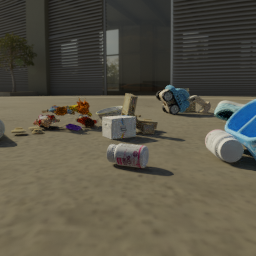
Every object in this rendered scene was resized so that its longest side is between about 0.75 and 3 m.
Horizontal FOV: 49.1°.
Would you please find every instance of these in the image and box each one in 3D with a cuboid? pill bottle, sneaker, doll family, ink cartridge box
[{"bbox_3d":[-0.007,0.551,5.689,0.781,0.442,0.442,4,9,23],"label":"pill bottle"},{"bbox_3d":[4.894,-0.442,11.790,2.524,0.933,1.034,11,42,34],"label":"sneaker"},{"bbox_3d":[2.141,0.395,6.262,0.585,0.585,1.032,0,10,1],"label":"pill bottle"},{"bbox_3d":[-2.402,-0.640,11.041,2.583,1.164,1.603,-1,8,-21],"label":"doll family"},{"bbox_3d":[-0.291,-0.038,8.942,0.901,0.652,0.663,-5,10,-31],"label":"ink cartridge box"}]

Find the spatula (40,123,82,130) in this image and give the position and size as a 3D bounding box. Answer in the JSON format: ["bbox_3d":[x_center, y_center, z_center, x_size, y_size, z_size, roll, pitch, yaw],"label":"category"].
[{"bbox_3d":[-2.592,-0.038,10.589,1.643,0.169,0.464,0,20,11],"label":"spatula"}]

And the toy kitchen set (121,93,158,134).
[{"bbox_3d":[0.560,-0.485,9.750,1.261,1.137,1.029,4,16,-25],"label":"toy kitchen set"}]

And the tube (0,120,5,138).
[{"bbox_3d":[-4.689,-0.048,9.216,0.786,0.703,2.708,39,-19,-28],"label":"tube"}]

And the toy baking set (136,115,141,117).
[{"bbox_3d":[0.385,-0.675,15.161,0.647,0.098,0.843,3,9,17],"label":"toy baking set"}]

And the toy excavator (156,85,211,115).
[{"bbox_3d":[3.382,-1.614,16.615,2.626,2.553,1.311,-30,13,-7],"label":"toy excavator"}]

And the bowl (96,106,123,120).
[{"bbox_3d":[-0.760,-0.542,12.311,1.204,0.565,1.204,-12,13,3],"label":"bowl"}]

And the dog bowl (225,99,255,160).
[{"bbox_3d":[3.025,-0.036,6.238,1.439,0.640,2.582,-43,5,6],"label":"dog bowl"}]

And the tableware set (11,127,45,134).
[{"bbox_3d":[-3.528,0.090,9.852,1.073,0.149,1.285,-3,7,-22],"label":"tableware set"}]

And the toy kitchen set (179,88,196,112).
[{"bbox_3d":[3.387,-1.900,18.661,1.828,1.492,1.649,-1,8,-6],"label":"toy kitchen set"}]
